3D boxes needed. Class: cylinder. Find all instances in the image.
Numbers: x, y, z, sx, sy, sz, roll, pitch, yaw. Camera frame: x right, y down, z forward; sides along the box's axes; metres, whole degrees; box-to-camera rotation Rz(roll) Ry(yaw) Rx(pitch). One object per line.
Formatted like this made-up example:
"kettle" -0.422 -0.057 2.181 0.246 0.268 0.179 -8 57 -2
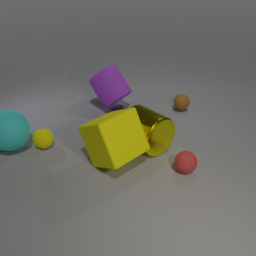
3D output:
"cylinder" -0.766 -1.808 12.221 1.400 1.400 1.400 -32 3 2
"cylinder" 0.657 0.063 9.647 1.400 1.400 1.400 -22 37 -33

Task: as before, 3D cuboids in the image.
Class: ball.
"ball" -2.974 0.369 9.810 0.700 0.700 0.700 0 30 0
"ball" 1.782 1.048 8.637 0.700 0.700 0.700 0 30 0
"ball" 2.374 -1.152 12.357 0.700 0.700 0.700 0 30 0
"ball" -4.070 0.076 9.523 1.400 1.400 1.400 0 30 0

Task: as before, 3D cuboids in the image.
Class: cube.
"cube" -0.441 0.311 8.682 1.400 1.400 1.400 -27 12 -32
